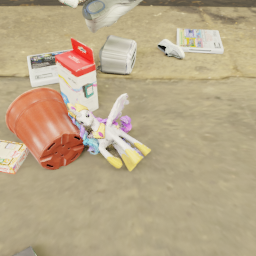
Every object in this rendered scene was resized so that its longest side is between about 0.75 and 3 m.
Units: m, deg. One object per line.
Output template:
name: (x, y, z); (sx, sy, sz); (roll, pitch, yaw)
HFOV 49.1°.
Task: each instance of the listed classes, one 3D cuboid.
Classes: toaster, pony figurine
toaster: (-0.399, -2.929, 11.413); (1.289, 1.134, 1.996); (10, 44, 8)
pony figurine: (-0.451, 0.090, 7.422); (2.213, 1.843, 2.136); (43, 14, 8)

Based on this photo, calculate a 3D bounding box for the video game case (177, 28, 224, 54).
video game case: (3.433, -4.257, 13.633); (2.098, 0.254, 2.305); (5, 42, 6)

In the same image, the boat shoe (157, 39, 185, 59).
boat shoe: (1.893, -3.447, 12.546); (0.573, 0.561, 1.608); (-33, 48, -9)

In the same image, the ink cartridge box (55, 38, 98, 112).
ink cartridge box: (-1.656, -1.631, 9.076); (0.733, 2.179, 1.266); (-30, 49, -30)

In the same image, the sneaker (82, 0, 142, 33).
sneaker: (-0.494, -4.096, 9.538); (2.395, 1.043, 0.892); (-30, 75, -14)

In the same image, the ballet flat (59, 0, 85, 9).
ballet flat: (-1.051, -3.786, 7.243); (0.654, 0.654, 1.884); (25, 71, 26)

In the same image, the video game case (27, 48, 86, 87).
video game case: (-2.813, -2.584, 11.660); (2.529, 0.295, 2.299); (-13, 43, -14)

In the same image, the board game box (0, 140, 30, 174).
board game box: (-3.482, 0.757, 7.751); (1.211, 0.280, 0.917); (9, 41, 10)

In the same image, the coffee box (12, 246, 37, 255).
coffee box: (-1.781, 3.458, 4.340); (1.701, 0.608, 2.767); (-22, 45, -23)

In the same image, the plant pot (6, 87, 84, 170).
plant pot: (-2.131, 0.101, 7.595); (1.746, 1.746, 1.699); (-25, 55, -26)
